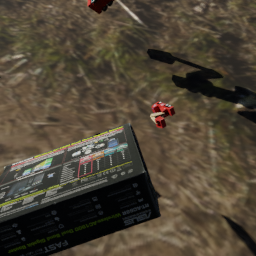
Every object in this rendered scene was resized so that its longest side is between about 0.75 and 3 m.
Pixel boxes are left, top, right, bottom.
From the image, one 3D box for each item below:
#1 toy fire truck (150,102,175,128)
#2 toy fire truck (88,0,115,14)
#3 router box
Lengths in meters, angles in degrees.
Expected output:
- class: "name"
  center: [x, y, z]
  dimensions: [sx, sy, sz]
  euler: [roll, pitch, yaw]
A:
- class: "toy fire truck"
  center: [0.642, -0.277, 5.615]
  dimensions: [0.532, 0.184, 0.755]
  euler: [-31, 28, -18]
- class: "toy fire truck"
  center: [-0.694, -4.094, 8.049]
  dimensions: [0.478, 1.960, 1.383]
  euler: [20, 58, -39]
- class: "router box"
  center: [-0.837, 0.859, 4.059]
  dimensions: [2.310, 0.718, 1.731]
  euler: [-19, 21, 1]
